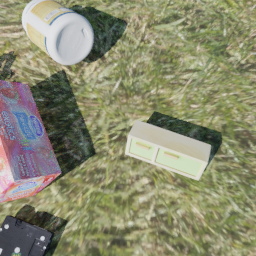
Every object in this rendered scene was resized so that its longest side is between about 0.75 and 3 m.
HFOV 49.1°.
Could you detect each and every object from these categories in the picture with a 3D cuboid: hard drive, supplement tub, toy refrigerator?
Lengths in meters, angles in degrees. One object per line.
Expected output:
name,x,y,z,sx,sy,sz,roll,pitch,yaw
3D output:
hard drive,-2.868,3.367,7.060,1.346,0.365,1.927,18,71,7
supplement tub,-2.261,-3.097,8.852,1.558,1.558,2.154,-40,55,-14
toy refrigerator,1.065,0.622,7.715,2.165,0.822,0.757,20,45,9

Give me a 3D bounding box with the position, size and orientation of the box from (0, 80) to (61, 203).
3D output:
box,-3.135,0.307,7.422,1.492,1.377,2.909,-39,68,32
